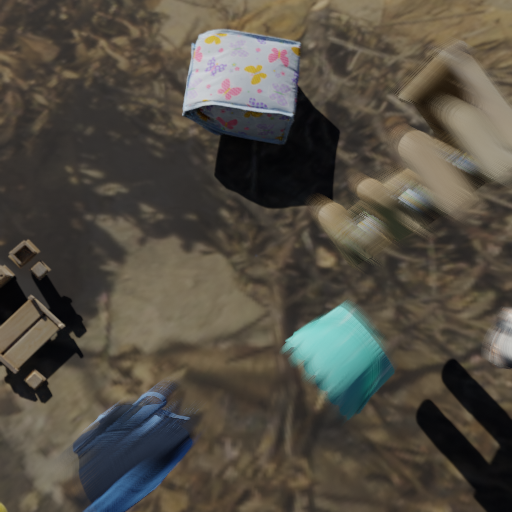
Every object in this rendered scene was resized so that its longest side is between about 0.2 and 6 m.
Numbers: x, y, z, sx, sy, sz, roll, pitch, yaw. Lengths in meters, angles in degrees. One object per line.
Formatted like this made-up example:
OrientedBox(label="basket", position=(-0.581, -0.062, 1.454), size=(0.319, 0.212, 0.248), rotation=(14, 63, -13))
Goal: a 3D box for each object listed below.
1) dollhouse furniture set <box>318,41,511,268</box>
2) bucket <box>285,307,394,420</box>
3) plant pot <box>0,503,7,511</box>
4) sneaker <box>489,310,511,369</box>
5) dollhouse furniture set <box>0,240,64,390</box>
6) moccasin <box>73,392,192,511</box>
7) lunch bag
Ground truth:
OrientedBox(label="dollhouse furniture set", position=(2.124, -1.416, 7.527), size=(2.594, 2.273, 1.723), rotation=(-33, 86, -23))
OrientedBox(label="bucket", position=(1.049, 1.289, 6.945), size=(0.815, 1.253, 1.253), rotation=(-38, 74, -6))
OrientedBox(label="plant pot", position=(-4.183, 4.077, 8.349), size=(0.797, 0.566, 0.797), rotation=(0, 70, -1))
OrientedBox(label="sneaker", position=(3.701, 1.027, 7.891), size=(0.541, 0.548, 1.380), rotation=(45, 60, 6))
OrientedBox(label="dollhouse furniture set", position=(-3.862, 0.988, 9.651), size=(1.659, 0.950, 1.945), rotation=(-45, 99, -14))
OrientedBox(label="moccasin", position=(-1.374, 2.136, 6.608), size=(1.117, 2.775, 0.946), rotation=(-32, 83, -10))
OrientedBox(label="lunch bag", position=(-0.289, -3.240, 10.713), size=(2.058, 1.308, 1.745), rotation=(8, 71, -8))
